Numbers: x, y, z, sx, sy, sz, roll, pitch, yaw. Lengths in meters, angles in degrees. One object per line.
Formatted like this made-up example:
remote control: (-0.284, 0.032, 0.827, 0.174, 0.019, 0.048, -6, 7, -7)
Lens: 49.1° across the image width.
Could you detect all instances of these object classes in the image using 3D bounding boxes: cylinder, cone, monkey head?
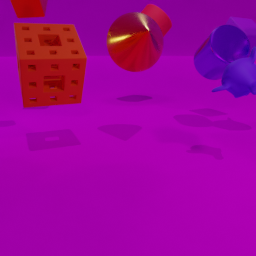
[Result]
cylinder: (0.904, -4.199, 11.828, 1.389, 1.389, 1.389, 39, 0, 0)
cylinder: (2.708, -2.174, 8.211, 1.201, 1.201, 1.201, -3, -11, -10)
cone: (0.298, -2.046, 6.326, 1.459, 1.459, 1.464, -3, 8, -9)
monkey head: (2.270, -0.983, 5.512, 0.713, 1.183, 0.851, 40, 14, -10)

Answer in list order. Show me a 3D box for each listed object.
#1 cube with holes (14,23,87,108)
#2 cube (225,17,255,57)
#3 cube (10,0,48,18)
cube with holes: (-1.783, -1.423, 6.345, 1.306, 1.306, 1.306, -7, 51, -22)
cube: (3.666, -2.882, 9.135, 0.987, 0.987, 0.987, -5, 54, -27)
cube: (-3.275, -4.319, 9.234, 0.938, 0.938, 0.938, -3, 58, 0)
